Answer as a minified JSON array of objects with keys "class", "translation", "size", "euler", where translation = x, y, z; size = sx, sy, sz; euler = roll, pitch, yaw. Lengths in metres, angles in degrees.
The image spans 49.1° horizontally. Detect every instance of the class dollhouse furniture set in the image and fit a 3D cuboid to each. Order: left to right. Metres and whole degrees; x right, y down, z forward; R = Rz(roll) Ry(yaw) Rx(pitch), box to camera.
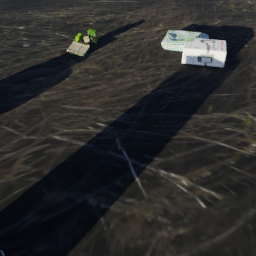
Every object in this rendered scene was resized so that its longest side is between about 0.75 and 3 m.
[{"class":"dollhouse furniture set","translation":[-1.884,-3.495,11.979],"size":[0.805,0.622,1.611],"euler":[19,60,13]}]

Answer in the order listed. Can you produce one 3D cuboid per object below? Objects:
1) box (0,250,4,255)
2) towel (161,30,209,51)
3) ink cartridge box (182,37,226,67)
[{"class":"box","translation":[-2.679,1.989,3.562],"size":[1.071,1.794,1.824],"euler":[3,38,4]},{"class":"towel","translation":[2.526,-3.832,12.239],"size":[1.892,0.456,1.620],"euler":[10,40,13]},{"class":"ink cartridge box","translation":[2.972,-2.966,10.910],"size":[1.581,0.664,1.151],"euler":[9,40,11]}]
